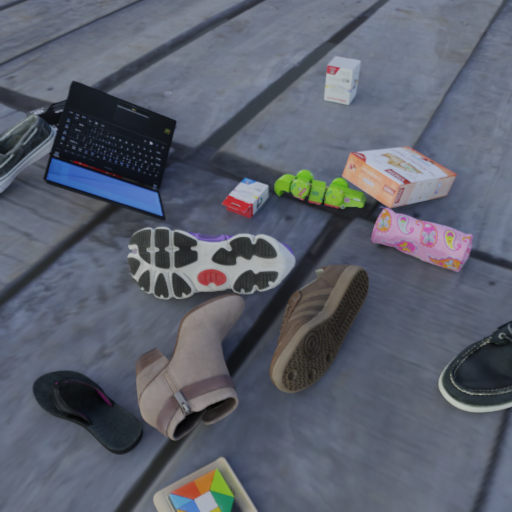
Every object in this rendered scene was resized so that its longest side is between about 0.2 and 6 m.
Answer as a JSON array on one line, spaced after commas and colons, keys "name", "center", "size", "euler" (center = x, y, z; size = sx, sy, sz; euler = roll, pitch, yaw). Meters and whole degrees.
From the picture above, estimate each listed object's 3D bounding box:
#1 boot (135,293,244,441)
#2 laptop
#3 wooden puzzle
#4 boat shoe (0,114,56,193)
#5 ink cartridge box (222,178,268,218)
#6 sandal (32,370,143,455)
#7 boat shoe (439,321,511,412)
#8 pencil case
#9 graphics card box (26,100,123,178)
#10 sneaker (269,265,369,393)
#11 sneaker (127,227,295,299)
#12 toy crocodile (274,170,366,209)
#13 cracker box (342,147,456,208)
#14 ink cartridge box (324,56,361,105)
[{"name": "boot", "center": [-0.819, 1.803, 9.107], "size": [2.473, 0.869, 1.808], "euler": [-37, 42, -12]}, {"name": "laptop", "center": [-3.072, -2.374, 12.355], "size": [2.582, 1.505, 2.914], "euler": [18, 75, -23]}, {"name": "wooden puzzle", "center": [-0.717, 3.544, 7.914], "size": [1.184, 0.220, 1.095], "euler": [-24, 49, -22]}, {"name": "boat shoe", "center": [-5.948, -2.303, 12.948], "size": [2.754, 0.977, 0.993], "euler": [-43, 56, -10]}, {"name": "ink cartridge box", "center": [-0.248, -1.267, 12.789], "size": [0.641, 0.371, 1.103], "euler": [21, 48, 21]}, {"name": "sandal", "center": [-2.703, 2.340, 8.945], "size": [2.143, 0.513, 0.805], "euler": [23, 48, 22]}, {"name": "boat shoe", "center": [4.617, 1.523, 9.349], "size": [3.396, 1.126, 1.269], "euler": [-13, 45, -13]}, {"name": "pencil case", "center": [3.387, -0.361, 11.529], "size": [1.981, 0.866, 0.866], "euler": [21, 48, 22]}, {"name": "graphics card box", "center": [-4.229, -3.001, 14.263], "size": [2.022, 0.820, 3.223], "euler": [-30, 53, -26]}, {"name": "sneaker", "center": [0.950, 1.232, 9.992], "size": [1.095, 1.021, 2.899], "euler": [5, 39, 42]}, {"name": "sneaker", "center": [-0.900, 0.149, 10.943], "size": [3.407, 1.374, 1.421], "euler": [4, 6, 17]}, {"name": "toy crocodile", "center": [1.458, -1.457, 12.849], "size": [2.113, 0.653, 0.713], "euler": [14, 34, 8]}, {"name": "cracker box", "center": [3.275, -1.843, 12.762], "size": [2.237, 0.645, 1.498], "euler": [-15, 44, -39]}, {"name": "ink cartridge box", "center": [2.491, -5.076, 16.236], "size": [0.784, 1.078, 0.780], "euler": [18, 44, 17]}]
